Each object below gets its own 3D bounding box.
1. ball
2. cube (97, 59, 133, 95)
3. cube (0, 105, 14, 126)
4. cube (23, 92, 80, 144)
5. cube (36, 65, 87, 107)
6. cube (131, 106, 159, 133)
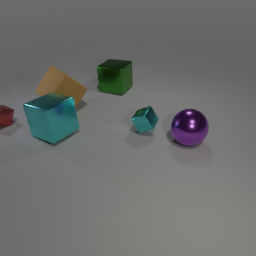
[{"bbox_3d":[2.302,-0.027,10.469,1.400,1.400,1.400,0,32,0],"label":"ball"},{"bbox_3d":[-0.658,-2.732,14.801,1.400,1.400,1.400,11,33,22],"label":"cube"},{"bbox_3d":[-5.318,-0.548,11.717,0.700,0.700,0.700,23,14,25],"label":"cube"},{"bbox_3d":[-2.969,-0.439,10.969,1.400,1.400,1.400,14,34,35],"label":"cube"},{"bbox_3d":[-2.984,-1.707,12.578,1.400,1.400,1.400,36,4,41],"label":"cube"},{"bbox_3d":[0.679,-0.338,11.060,0.700,0.700,0.700,-17,27,37],"label":"cube"}]
